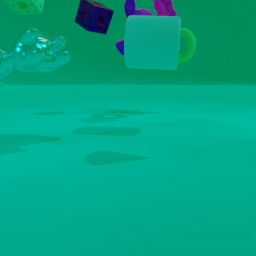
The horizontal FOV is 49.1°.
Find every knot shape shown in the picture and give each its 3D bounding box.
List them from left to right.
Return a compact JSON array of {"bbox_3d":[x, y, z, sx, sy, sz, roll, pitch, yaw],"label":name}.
[{"bbox_3d":[1.682,-3.213,10.903,1.910,2.041,0.943,4,-13,3],"label":"knot shape"}]

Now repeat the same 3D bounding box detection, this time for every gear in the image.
[{"bbox_3d":[1.213,-3.954,9.390,0.260,1.404,1.404,-27,10,1],"label":"gear"}]

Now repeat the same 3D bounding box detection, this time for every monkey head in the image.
[{"bbox_3d":[0.298,-2.939,8.763,1.406,1.955,1.178,-22,40,20],"label":"monkey head"}]

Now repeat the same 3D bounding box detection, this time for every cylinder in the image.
[{"bbox_3d":[0.607,-2.055,6.788,1.227,1.227,1.227,4,10,8],"label":"cylinder"}]

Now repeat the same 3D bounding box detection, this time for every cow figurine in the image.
[{"bbox_3d":[-1.751,-1.154,4.720,1.215,0.678,1.235,-23,-9,34],"label":"cow figurine"}]

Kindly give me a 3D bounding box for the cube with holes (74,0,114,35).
[{"bbox_3d":[-1.257,-4.131,10.364,0.907,0.907,0.907,-8,42,-45],"label":"cube with holes"}]

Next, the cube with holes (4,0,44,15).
[{"bbox_3d":[-3.485,-4.536,9.405,0.965,0.965,0.965,2,-13,11],"label":"cube with holes"}]
